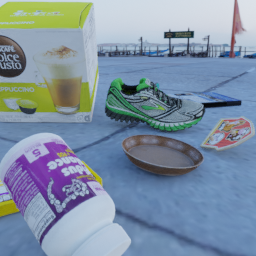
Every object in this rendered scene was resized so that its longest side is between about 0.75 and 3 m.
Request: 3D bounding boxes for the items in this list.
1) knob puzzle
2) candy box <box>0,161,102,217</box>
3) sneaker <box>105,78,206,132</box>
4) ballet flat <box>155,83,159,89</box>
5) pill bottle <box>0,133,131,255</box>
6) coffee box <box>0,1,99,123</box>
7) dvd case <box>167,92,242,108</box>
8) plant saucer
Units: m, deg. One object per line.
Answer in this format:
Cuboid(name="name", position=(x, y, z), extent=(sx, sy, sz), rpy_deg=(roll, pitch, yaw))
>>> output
Cuboid(name="knob puzzle", position=(2.158, 0.074, 5.933), extent=(1.187, 0.165, 1.187), rpy_deg=(-31, 22, 14))
Cuboid(name="candy box", position=(-1.320, 0.899, 4.412), extent=(1.641, 0.217, 0.839), rpy_deg=(-9, 18, -30))
Cuboid(name="sneaker", position=(0.703, -0.665, 7.483), extent=(2.716, 1.157, 1.060), rpy_deg=(9, 30, 6))
Cuboid(name="ballet flat", position=(0.862, -1.269, 10.444), extent=(0.384, 0.384, 1.051), rpy_deg=(7, 61, 23))
Cuboid(name="pill bottle", position=(-0.647, 0.785, 2.896), extent=(0.812, 0.812, 1.446), rpy_deg=(-18, 53, -45))
Cuboid(name="coffee box", position=(-2.442, -2.083, 8.483), extent=(2.812, 2.785, 2.817), rpy_deg=(0, 37, 0))
Cuboid(name="dvd case", position=(2.764, -1.089, 10.918), extent=(2.593, 0.228, 1.850), rpy_deg=(-4, 19, -18))
Cuboid(name="plant saucer", position=(0.637, 0.512, 5.361), extent=(1.570, 0.270, 1.570), rpy_deg=(8, 17, -2))
